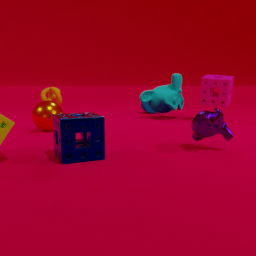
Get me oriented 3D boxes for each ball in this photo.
[{"bbox_3d":[-2.047,-0.311,7.163,0.783,0.783,0.783,0,9,0],"label":"ball"}]

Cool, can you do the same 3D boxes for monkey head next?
[{"bbox_3d":[1.533,0.007,5.179,0.604,0.721,1.003,-28,-20,-12],"label":"monkey head"},{"bbox_3d":[1.303,-1.192,9.676,1.164,1.390,1.932,12,11,38],"label":"monkey head"}]

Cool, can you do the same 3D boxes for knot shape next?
[{"bbox_3d":[-2.808,-1.113,10.156,0.514,1.112,1.041,28,33,-38],"label":"knot shape"}]

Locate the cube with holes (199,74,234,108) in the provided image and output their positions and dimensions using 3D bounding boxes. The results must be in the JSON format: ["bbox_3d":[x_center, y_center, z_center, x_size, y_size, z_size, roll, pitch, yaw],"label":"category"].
[{"bbox_3d":[2.852,-1.209,9.020,0.860,0.860,0.860,10,21,25],"label":"cube with holes"}]

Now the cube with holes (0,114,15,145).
[{"bbox_3d":[-2.345,0.012,4.289,0.725,0.725,0.725,38,-17,-32],"label":"cube with holes"}]

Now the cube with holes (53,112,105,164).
[{"bbox_3d":[-0.828,0.137,4.668,0.705,0.705,0.705,-4,10,-23],"label":"cube with holes"}]

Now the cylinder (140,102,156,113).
[{"bbox_3d":[0.914,-0.969,11.299,0.711,0.711,0.711,-1,7,-8],"label":"cylinder"}]
